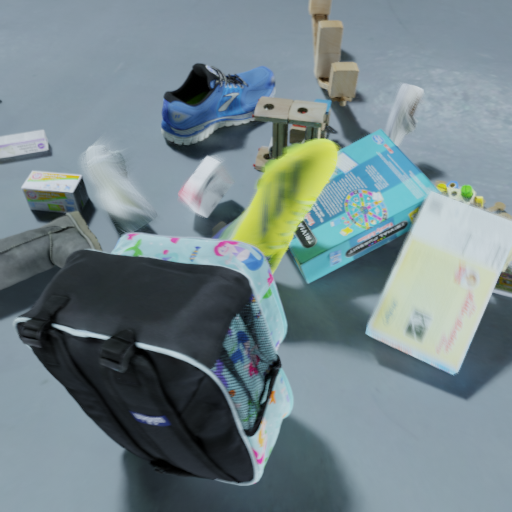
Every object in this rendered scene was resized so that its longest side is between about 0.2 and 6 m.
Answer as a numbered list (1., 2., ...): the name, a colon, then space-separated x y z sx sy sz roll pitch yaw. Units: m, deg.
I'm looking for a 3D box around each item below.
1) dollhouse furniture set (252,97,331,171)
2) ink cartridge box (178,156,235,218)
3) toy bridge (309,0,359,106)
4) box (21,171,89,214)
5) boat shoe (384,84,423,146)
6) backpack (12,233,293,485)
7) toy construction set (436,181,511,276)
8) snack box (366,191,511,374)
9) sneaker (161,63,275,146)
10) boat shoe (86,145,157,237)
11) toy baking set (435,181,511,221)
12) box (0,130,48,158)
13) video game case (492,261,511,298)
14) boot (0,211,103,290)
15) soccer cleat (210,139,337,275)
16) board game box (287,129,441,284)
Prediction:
1. dollhouse furniture set: 0.829 -3.007 12.384 1.444 1.452 2.060 9 49 8
2. ink cartridge box: -0.970 -1.365 11.119 0.414 0.712 0.977 28 78 36
3. toy bridge: 1.856 -5.214 14.343 0.622 1.536 4.571 -1 50 -3
4. box: -4.076 -1.288 11.379 1.093 0.615 0.554 5 47 6
5. boat shoe: 3.149 -2.863 11.930 0.538 0.547 1.542 21 94 28
6. backpack: -0.983 1.367 7.149 2.903 3.270 2.462 5 41 29
7. toy construction set: 4.167 -0.549 10.150 2.341 1.078 1.535 21 69 47
8. snack box: 2.996 0.396 9.047 1.510 0.482 2.599 25 80 16
9. sneaker: -0.809 -3.822 13.148 3.241 1.445 1.273 -34 56 -28
10. boat shoe: -2.718 -1.396 11.134 0.833 0.957 2.597 -25 47 -9
11. toy baking set: 4.234 -0.849 11.282 1.856 0.216 1.425 33 53 26
12. box: -5.667 -2.460 12.628 1.831 0.354 0.379 -13 49 -12
13. video game case: 4.442 0.370 10.210 0.906 0.100 0.824 15 49 13
14. boot: -4.056 0.242 9.763 2.592 0.940 2.356 -19 36 -26
15. soccer cleat: 0.281 -0.468 9.165 1.080 3.341 1.398 7 47 -45
16. board game box: 1.694 -0.995 10.564 2.773 0.651 2.093 -27 50 0
